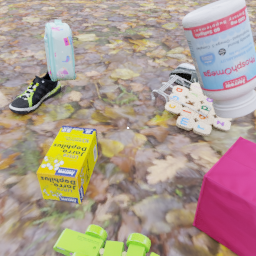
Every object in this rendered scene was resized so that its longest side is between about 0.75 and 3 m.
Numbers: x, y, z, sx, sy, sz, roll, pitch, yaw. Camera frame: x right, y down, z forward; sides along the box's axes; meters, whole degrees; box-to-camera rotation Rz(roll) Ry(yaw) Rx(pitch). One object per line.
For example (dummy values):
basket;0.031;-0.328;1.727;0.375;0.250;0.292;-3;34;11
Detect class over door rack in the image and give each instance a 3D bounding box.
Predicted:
over door rack;2.289;-1.176;10.757;2.337;0.778;1.726;22;42;25

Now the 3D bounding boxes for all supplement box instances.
supplement box;-1.574;0.950;7.775;1.062;1.069;1.951;5;39;7

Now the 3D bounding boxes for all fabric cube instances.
fabric cube;2.826;1.638;6.316;1.842;1.813;1.848;28;46;33

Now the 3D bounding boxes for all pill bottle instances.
pill bottle;2.525;-1.747;7.336;1.544;2.840;1.544;-20;23;9

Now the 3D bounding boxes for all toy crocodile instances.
toy crocodile;-0.356;2.699;5.887;2.560;0.790;0.864;6;39;15

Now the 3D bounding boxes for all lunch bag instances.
lunch bag;-2.096;-2.374;8.494;0.810;1.686;2.102;-9;24;-14

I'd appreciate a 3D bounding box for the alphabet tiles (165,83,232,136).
alphabet tiles;2.635;-0.745;10.260;2.368;0.177;2.421;20;52;11

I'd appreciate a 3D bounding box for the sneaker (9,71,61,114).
sneaker;-3.665;-1.535;10.976;0.926;1.069;2.582;18;41;22

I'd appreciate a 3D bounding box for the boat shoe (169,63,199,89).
boat shoe;2.963;-1.878;11.642;1.040;1.057;2.933;-34;38;-24
